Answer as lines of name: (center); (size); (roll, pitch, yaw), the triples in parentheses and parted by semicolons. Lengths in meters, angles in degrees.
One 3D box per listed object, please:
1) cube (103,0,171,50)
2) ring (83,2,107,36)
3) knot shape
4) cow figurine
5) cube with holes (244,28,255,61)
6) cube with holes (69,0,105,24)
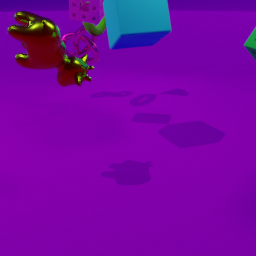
cube: (0.169, -2.612, 6.541); (1.187, 1.187, 1.187); (-10, 3, -14)
ring: (-1.080, -3.848, 9.254); (0.312, 1.558, 1.558); (8, 26, 21)
knot shape: (-1.645, -3.183, 10.422); (1.563, 1.463, 0.722); (22, 26, -22)
cow figurine: (-1.276, -1.326, 4.964); (1.368, 1.390, 0.763); (11, 61, -4)
cube with holes: (2.996, -1.468, 4.697); (1.187, 1.187, 1.187); (23, 13, -44)
cube with holes: (-1.054, -3.327, 7.413); (0.785, 0.785, 0.785); (11, 40, 3)
